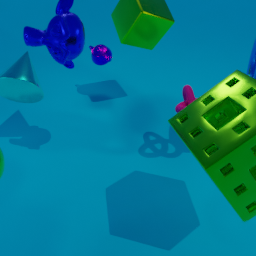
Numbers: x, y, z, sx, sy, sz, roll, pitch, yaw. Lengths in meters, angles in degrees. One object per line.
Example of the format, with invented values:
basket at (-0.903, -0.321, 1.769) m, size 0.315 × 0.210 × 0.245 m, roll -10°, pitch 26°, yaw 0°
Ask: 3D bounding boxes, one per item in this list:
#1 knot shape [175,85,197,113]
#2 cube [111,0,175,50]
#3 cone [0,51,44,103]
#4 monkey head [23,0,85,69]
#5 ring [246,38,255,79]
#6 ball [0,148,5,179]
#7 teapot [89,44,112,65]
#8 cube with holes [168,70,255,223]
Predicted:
knot shape at (1.606, -0.484, 6.681) m, size 1.215 × 0.561 × 1.136 m, roll 46°, pitch 31°, yaw 17°
cube at (0.392, -3.131, 7.996) m, size 1.171 × 1.171 × 1.171 m, roll 1°, pitch 60°, yaw -35°
cone at (-2.722, -1.485, 7.265) m, size 1.249 × 1.249 × 1.254 m, roll 2°, pitch 67°, yaw 2°
monkey head at (-1.400, -1.805, 5.500) m, size 1.073 × 1.491 × 0.899 m, roll 9°, pitch 32°, yaw 5°
ring at (3.027, -1.462, 6.387) m, size 0.357 × 1.785 × 1.785 m, roll 11°, pitch 42°, yaw 14°
ball at (-2.636, 0.610, 4.590) m, size 1.129 × 1.129 × 1.129 m, roll 0°, pitch 41°, yaw 0°
teapot at (-0.859, -2.391, 9.073) m, size 1.128 × 0.552 × 0.701 m, roll 35°, pitch 78°, yaw 27°
cube with holes at (1.745, 0.238, 4.338) m, size 1.388 × 1.388 × 1.388 m, roll -37°, pitch 30°, yaw 7°
